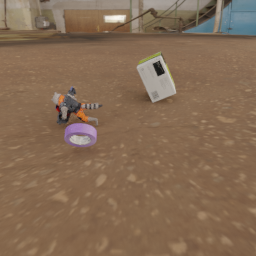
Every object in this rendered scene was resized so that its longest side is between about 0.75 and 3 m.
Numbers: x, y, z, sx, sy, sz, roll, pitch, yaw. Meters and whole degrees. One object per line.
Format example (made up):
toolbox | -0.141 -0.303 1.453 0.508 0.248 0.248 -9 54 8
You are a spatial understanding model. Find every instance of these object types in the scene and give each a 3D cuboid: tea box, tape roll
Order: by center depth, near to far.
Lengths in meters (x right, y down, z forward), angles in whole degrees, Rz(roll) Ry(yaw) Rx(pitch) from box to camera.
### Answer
tape roll | -1.206 0.196 7.142 0.796 0.796 0.261 0 58 -1
tea box | 1.195 -2.133 11.566 1.059 1.584 1.559 -21 18 16

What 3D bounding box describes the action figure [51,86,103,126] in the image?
action figure | -1.671 -0.842 9.082 1.564 0.846 1.617 16 54 -19
